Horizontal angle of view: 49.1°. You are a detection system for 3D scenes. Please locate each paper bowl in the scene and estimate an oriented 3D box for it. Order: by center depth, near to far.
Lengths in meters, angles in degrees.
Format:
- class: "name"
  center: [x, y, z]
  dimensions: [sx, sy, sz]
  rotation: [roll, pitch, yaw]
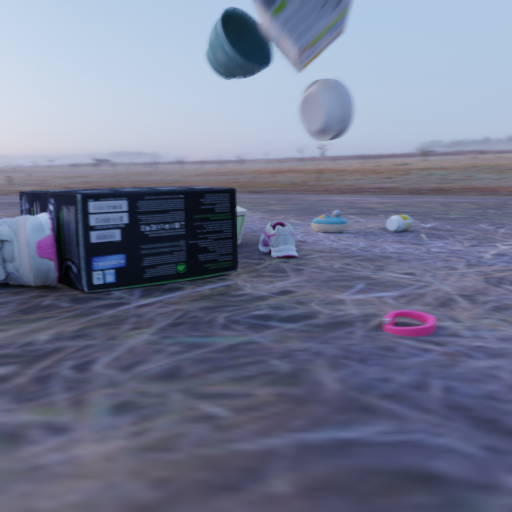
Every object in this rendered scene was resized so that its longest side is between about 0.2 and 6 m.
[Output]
- class: "paper bowl"
  center: [1.092, -2.413, 9.305]
  dimensions: [0.521, 1.002, 1.002]
  rotation: [-17, 16, -36]

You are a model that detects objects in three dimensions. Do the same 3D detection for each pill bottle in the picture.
- class: "pill bottle"
  center: [3.882, -0.883, 15.264]
  dimensions: [0.454, 0.454, 0.805]
  rotation: [7, 11, 40]

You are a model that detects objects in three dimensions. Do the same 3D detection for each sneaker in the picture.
- class: "sneaker"
  center: [-3.469, -0.012, 7.488]
  dimensions: [1.092, 1.007, 2.475]
  rotation: [-9, 4, -44]
- class: "sneaker"
  center: [0.440, -0.368, 10.792]
  dimensions: [0.605, 0.656, 1.487]
  rotation: [-2, 8, -16]

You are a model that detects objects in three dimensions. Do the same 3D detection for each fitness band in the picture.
- class: "fitness band"
  center: [1.497, 0.650, 5.445]
  dimensions: [0.458, 0.119, 0.638]
  rotation: [4, 10, 23]

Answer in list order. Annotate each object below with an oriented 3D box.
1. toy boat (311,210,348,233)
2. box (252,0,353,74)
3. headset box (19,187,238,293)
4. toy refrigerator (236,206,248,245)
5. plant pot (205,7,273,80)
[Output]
- class: "toy boat"
  center: [2.053, -0.938, 15.277]
  dimensions: [1.008, 0.557, 1.200]
  rotation: [3, 9, 25]
- class: "box"
  center: [0.693, -3.531, 8.300]
  dimensions: [1.041, 0.938, 1.850]
  rotation: [-41, 3, 9]
- class: "headset box"
  center: [-2.063, -0.404, 8.668]
  dimensions: [2.446, 1.303, 2.809]
  rotation: [-7, 10, -38]
- class: "toy refrigerator"
  center: [-1.066, -0.597, 11.456]
  dimensions: [0.745, 0.808, 2.129]
  rotation: [23, 18, 28]
- class: "plant pot"
  center: [-0.369, -3.401, 9.281]
  dimensions: [1.113, 1.113, 0.746]
  rotation: [-8, -13, -44]
